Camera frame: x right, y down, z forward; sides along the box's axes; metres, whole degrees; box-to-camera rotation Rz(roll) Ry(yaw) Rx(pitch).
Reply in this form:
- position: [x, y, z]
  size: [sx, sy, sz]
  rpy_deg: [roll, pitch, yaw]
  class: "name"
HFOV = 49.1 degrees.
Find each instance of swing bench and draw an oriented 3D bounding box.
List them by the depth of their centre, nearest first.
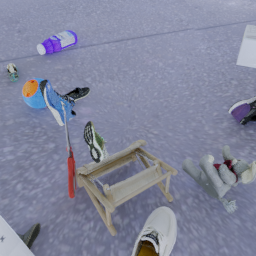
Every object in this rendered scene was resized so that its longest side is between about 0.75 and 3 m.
- position: [-0.110, 1.310, 7.298]
  size: [1.937, 1.264, 1.947]
  rpy_deg: [-24, 47, -24]
  class: "swing bench"

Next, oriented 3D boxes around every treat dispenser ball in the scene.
- position: [-3.312, -1.277, 10.320]
  size: [1.114, 1.114, 1.114]
  rpy_deg: [0, 42, 0]
  class: "treat dispenser ball"

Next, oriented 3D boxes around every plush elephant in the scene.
- position: [2.611, 1.137, 7.415]
  size: [1.376, 1.464, 1.777]
  rpy_deg: [-37, 82, -18]
  class: "plush elephant"

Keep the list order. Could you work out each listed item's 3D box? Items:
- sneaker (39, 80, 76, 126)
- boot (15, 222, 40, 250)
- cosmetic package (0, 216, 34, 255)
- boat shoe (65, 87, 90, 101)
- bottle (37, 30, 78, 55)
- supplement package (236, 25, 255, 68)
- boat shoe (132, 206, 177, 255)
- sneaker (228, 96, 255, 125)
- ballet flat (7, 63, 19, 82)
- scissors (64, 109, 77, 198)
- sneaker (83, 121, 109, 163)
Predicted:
- position: [-2.226, -0.905, 9.091]
  size: [0.835, 1.872, 0.735]
  rpy_deg: [-28, 53, -6]
  class: "sneaker"
- position: [-2.657, 2.539, 6.669]
  size: [0.903, 0.328, 0.821]
  rpy_deg: [7, 40, 17]
  class: "boot"
- position: [-3.373, 2.447, 4.783]
  size: [1.636, 2.662, 2.653]
  rpy_deg: [31, 56, 27]
  class: "cosmetic package"
- position: [-1.986, -1.387, 10.958]
  size: [1.215, 0.403, 0.454]
  rpy_deg: [-30, 50, -29]
  class: "boat shoe"
- position: [-3.528, -4.246, 13.957]
  size: [0.869, 0.680, 2.082]
  rpy_deg: [32, 51, 30]
  class: "bottle"
- position: [5.903, -3.759, 12.938]
  size: [1.289, 1.299, 1.711]
  rpy_deg: [15, 44, 16]
  class: "supplement package"
- position: [0.536, 2.587, 6.196]
  size: [0.808, 0.796, 2.279]
  rpy_deg: [19, 45, 20]
  class: "boat shoe"
- position: [4.633, -0.633, 10.031]
  size: [2.015, 0.763, 0.882]
  rpy_deg: [-21, 61, -17]
  class: "sneaker"
- position: [-5.031, -2.543, 12.205]
  size: [0.518, 0.518, 1.395]
  rpy_deg: [-19, 45, -20]
  class: "ballet flat"
- position: [-1.472, 0.602, 7.041]
  size: [0.180, 2.584, 0.945]
  rpy_deg: [-2, 24, -3]
  class: "scissors"
- position: [-0.748, 0.321, 6.813]
  size: [0.460, 0.399, 1.038]
  rpy_deg: [-10, 80, -48]
  class: "sneaker"
